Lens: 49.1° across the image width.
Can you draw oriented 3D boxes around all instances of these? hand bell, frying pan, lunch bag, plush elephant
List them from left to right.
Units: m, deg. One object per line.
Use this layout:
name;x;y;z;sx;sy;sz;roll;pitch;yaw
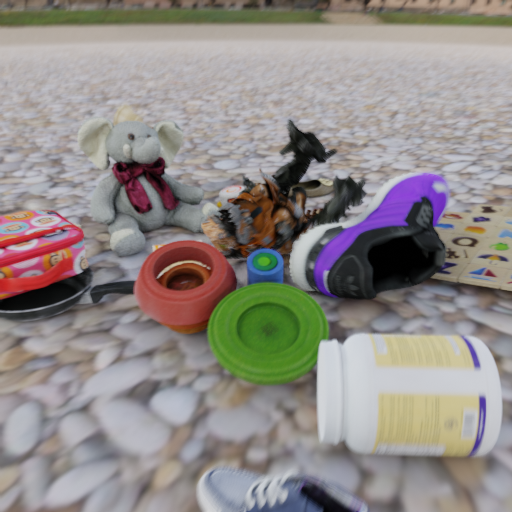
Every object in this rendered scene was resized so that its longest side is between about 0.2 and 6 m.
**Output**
lunch bag;-3.584;0.036;8.255;2.008;0.823;1.768;-21;34;-36
frying pan;-2.718;0.438;8.397;2.731;0.445;1.652;-6;25;-10
plush elephant;-2.171;-1.585;10.641;2.262;2.126;2.746;-16;30;-29
hand bell;-3.358;-3.919;17.166;1.826;0.951;0.951;23;32;17

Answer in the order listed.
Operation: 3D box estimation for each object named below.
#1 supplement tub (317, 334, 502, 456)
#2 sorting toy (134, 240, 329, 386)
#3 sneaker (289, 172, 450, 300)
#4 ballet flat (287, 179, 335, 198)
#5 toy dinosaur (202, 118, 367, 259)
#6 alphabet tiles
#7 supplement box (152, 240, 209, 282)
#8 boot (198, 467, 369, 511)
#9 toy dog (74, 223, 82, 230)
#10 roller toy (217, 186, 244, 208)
supplement tub;1.467;1.386;5.670;1.625;1.182;1.182;1;26;2
sorting toy;-0.271;0.802;7.270;2.794;1.147;1.679;32;55;29
sneaker;2.305;-0.244;8.686;3.477;1.209;1.729;-32;29;-31
ballet flat;0.990;-1.536;12.511;1.728;0.400;0.582;-8;27;-17
toy dinosaur;0.472;-0.821;9.396;1.757;2.335;3.441;43;25;0
alphabet tiles;4.365;-0.243;9.778;3.091;0.118;3.715;9;26;33
supplement box;-1.101;0.260;8.737;0.847;0.494;1.345;-8;27;-17
boot;0.203;2.065;4.777;1.660;0.750;0.604;15;30;28
toy dog;-3.404;-0.417;10.381;0.219;0.304;0.314;24;50;35
roller toy;-0.471;-1.175;11.743;0.568;0.435;0.623;15;37;44
